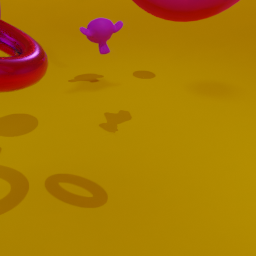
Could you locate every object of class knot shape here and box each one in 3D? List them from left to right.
[{"bbox_3d":[-1.754,-1.218,3.028,0.961,2.080,1.947,-35,11,-9],"label":"knot shape"}]

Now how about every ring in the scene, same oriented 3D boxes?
[{"bbox_3d":[0.445,-1.421,2.026,1.230,1.230,0.246,8,17,13],"label":"ring"}]

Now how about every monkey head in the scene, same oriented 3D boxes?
[{"bbox_3d":[-0.810,-2.889,8.743,1.384,0.995,0.834,-16,-10,-17],"label":"monkey head"}]
